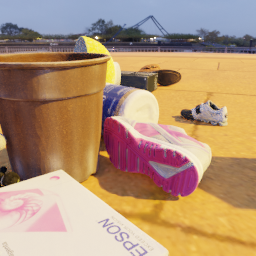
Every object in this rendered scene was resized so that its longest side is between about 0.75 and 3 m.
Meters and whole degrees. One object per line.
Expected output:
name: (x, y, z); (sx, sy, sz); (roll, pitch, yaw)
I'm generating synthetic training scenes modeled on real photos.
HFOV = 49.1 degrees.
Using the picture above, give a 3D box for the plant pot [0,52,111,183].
plant pot: (-1.707, -0.270, 6.312); (2.692, 2.665, 2.692); (0, 19, 0)

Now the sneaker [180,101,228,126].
sneaker: (2.799, -0.654, 10.332); (1.846, 0.817, 0.684); (13, 24, 37)

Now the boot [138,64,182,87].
boot: (1.924, -3.437, 17.782); (2.942, 1.128, 2.284); (-9, 27, 17)

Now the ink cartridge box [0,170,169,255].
ink cartridge box: (-1.532, 1.696, 3.719); (2.997, 0.649, 2.943); (-14, 24, -38)

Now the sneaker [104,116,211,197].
sneaker: (0.615, 0.484, 6.589); (2.997, 1.219, 1.322); (27, 31, 38)

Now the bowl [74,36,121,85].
bowl: (-1.244, -2.164, 11.577); (1.609, 2.991, 2.991); (-1, 18, -22)

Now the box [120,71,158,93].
box: (0.164, -2.576, 15.599); (2.586, 1.020, 1.825); (8, 17, 22)

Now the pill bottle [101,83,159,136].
pill bottle: (-0.645, -0.574, 8.777); (2.946, 1.635, 1.635); (18, 26, 40)

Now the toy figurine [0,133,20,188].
toy figurine: (-2.847, 0.800, 5.242); (0.919, 1.321, 1.301); (-5, 13, 32)
